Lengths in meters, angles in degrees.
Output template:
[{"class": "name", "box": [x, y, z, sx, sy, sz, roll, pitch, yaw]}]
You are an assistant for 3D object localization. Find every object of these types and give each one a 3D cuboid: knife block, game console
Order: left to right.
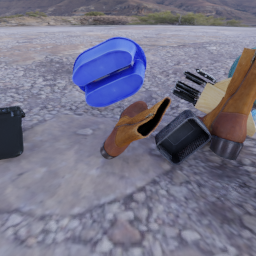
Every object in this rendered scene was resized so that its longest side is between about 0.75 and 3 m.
[{"class": "game console", "box": [-3.752, 0.228, 7.038, 2.219, 1.291, 1.951, -8, -2, -15]}, {"class": "knife block", "box": [2.243, -0.647, 7.630, 1.892, 2.156, 0.690, -16, 6, 23]}]

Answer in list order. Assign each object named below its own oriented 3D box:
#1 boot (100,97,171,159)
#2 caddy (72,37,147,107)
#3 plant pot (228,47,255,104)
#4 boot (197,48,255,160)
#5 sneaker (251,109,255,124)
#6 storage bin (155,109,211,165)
[{"class": "boot", "box": [0.254, -0.260, 6.035, 1.851, 0.673, 1.966, -45, 3, -32]}, {"class": "caddy", "box": [-0.604, -1.799, 8.995, 2.502, 1.769, 1.313, -21, 33, 14]}, {"class": "plant pot", "box": [4.702, -1.516, 9.404, 1.941, 1.941, 1.901, -4, 32, -10]}, {"class": "boot", "box": [2.277, -0.734, 6.603, 0.815, 2.380, 2.241, 15, 14, -6]}, {"class": "sneaker", "box": [4.059, -0.304, 8.148, 1.194, 0.475, 0.779, -4, 30, -9]}, {"class": "storage bin", "box": [1.194, 0.209, 6.225, 0.726, 1.074, 0.504, 43, 20, -16]}]
